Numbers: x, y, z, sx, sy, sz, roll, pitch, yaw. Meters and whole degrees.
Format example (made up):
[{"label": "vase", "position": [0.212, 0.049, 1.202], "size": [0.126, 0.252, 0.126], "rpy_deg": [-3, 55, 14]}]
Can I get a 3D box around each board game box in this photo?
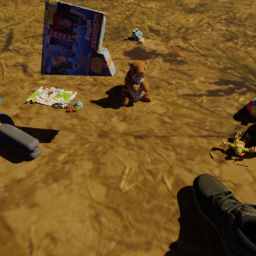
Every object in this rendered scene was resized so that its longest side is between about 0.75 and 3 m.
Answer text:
[{"label": "board game box", "position": [-1.368, -2.443, 8.372], "size": [2.234, 2.235, 0.689], "rpy_deg": [15, 30, 0]}]

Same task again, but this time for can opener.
[{"label": "can opener", "position": [-3.845, 0.061, 9.409], "size": [2.732, 0.729, 0.914], "rpy_deg": [24, 48, 23]}]

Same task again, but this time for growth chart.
[{"label": "growth chart", "position": [-3.050, -1.278, 11.368], "size": [1.718, 0.152, 1.243], "rpy_deg": [11, 43, 10]}]

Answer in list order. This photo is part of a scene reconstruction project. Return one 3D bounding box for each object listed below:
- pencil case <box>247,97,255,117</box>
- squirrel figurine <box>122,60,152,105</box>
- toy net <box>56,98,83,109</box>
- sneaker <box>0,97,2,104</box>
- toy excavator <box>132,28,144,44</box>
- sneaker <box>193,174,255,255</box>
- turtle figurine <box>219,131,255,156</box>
[{"label": "pencil case", "position": [5.337, -1.072, 10.638], "size": [0.848, 0.848, 1.919], "rpy_deg": [32, 51, 31]}, {"label": "squirrel figurine", "position": [0.293, -2.028, 11.101], "size": [1.225, 1.616, 1.731], "rpy_deg": [-5, 42, -5]}, {"label": "toy net", "position": [-2.307, -0.914, 10.869], "size": [1.032, 0.199, 0.541], "rpy_deg": [10, 46, 4]}, {"label": "sneaker", "position": [-5.241, -0.903, 10.850], "size": [0.337, 0.319, 0.835], "rpy_deg": [-1, 34, 10]}, {"label": "toy excavator", "position": [0.610, -5.056, 15.511], "size": [0.887, 0.443, 0.862], "rpy_deg": [26, 48, 15]}, {"label": "sneaker", "position": [2.499, 1.921, 6.616], "size": [1.110, 1.663, 2.903], "rpy_deg": [-6, 39, -10]}, {"label": "turtle figurine", "position": [3.680, 0.568, 9.052], "size": [1.347, 0.434, 1.087], "rpy_deg": [11, 34, 25]}]
